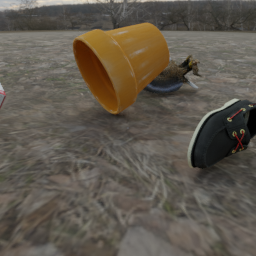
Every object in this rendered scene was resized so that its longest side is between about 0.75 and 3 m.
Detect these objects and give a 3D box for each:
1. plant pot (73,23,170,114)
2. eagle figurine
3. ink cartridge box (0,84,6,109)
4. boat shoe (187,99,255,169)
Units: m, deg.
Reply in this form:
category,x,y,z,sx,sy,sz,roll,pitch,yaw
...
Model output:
category,x,y,z,sx,sy,sz,roll,pitch,yaw
plant pot,-0.075,-2.150,9.031,2.387,2.608,2.608,-33,34,-17
eagle figurine,1.575,-2.271,11.560,2.560,1.932,1.942,-23,-21,11
ink cartridge box,-3.593,-0.760,7.108,0.500,0.862,1.194,19,17,-41
boat shoe,2.273,0.082,6.245,0.861,1.005,2.747,18,36,40
